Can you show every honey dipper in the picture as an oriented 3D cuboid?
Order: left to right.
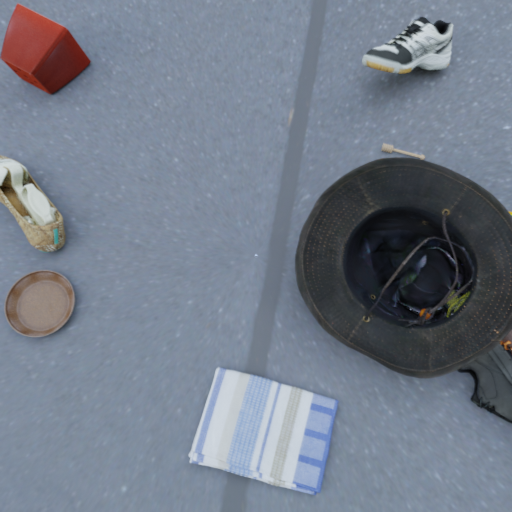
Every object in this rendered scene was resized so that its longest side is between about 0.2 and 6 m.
[{"bbox_3d":[3.302,-2.325,12.540,0.969,0.184,0.184,14,70,3],"label":"honey dipper"}]

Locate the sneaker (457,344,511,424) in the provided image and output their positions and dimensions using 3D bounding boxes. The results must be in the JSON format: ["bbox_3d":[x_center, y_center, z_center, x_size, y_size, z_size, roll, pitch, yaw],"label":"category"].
[{"bbox_3d":[4.589,2.679,10.359,1.010,0.845,2.226,-28,61,-4],"label":"sneaker"}]

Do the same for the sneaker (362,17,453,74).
[{"bbox_3d":[3.395,-4.757,12.543,2.553,1.119,0.966,-19,39,-32],"label":"sneaker"}]

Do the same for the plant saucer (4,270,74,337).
[{"bbox_3d":[-4.309,0.971,11.244,1.386,0.254,1.386,0,70,0],"label":"plant saucer"}]

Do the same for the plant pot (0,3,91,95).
[{"bbox_3d":[-4.929,-4.591,12.830,1.418,1.419,1.251,29,83,11],"label":"plant pot"}]

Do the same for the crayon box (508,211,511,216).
[{"bbox_3d":[4.787,-0.264,10.896,1.218,0.597,2.050,-40,39,-23],"label":"crayon box"}]

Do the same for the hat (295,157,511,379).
[{"bbox_3d":[2.901,0.154,10.625,4.087,1.649,4.087,1,92,20],"label":"hat"}]

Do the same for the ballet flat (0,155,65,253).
[{"bbox_3d":[-4.853,-1.344,11.692,2.836,0.926,1.000,47,48,12],"label":"ballet flat"}]

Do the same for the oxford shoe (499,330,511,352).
[{"bbox_3d":[5.213,1.712,10.492,1.337,1.308,3.668,-11,58,10],"label":"oxford shoe"}]

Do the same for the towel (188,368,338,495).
[{"bbox_3d":[0.156,3.219,10.381,2.469,0.294,1.813,14,68,3],"label":"towel"}]
